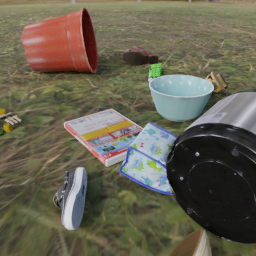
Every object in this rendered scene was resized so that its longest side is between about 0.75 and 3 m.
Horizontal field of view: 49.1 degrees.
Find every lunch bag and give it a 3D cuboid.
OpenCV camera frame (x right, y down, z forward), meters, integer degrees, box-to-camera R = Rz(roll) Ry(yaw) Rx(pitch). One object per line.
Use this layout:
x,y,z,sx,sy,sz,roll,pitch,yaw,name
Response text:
0.799,0.716,6.209,1.538,0.980,1.308,29,35,10,lunch bag

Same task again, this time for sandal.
3.221,-1.620,10.649,0.723,0.806,2.197,-31,-4,28,sandal

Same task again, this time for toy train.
1.201,-2.423,12.355,0.561,0.415,1.991,-5,28,12,toy train

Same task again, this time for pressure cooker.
2.208,0.475,5.116,2.222,2.257,2.526,29,42,27,pressure cooker

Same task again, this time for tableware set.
-4.020,-0.186,8.525,1.566,0.240,1.055,25,41,35,tableware set

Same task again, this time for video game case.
-0.514,0.149,7.896,1.714,0.209,2.397,-19,34,-31,video game case

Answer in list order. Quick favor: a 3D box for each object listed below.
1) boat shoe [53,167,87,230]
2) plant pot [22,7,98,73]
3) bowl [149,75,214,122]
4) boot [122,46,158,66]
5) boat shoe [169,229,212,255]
-1.164,1.321,5.463,0.550,0.580,1.660,-7,28,2,boat shoe
-3.004,-3.724,12.561,2.729,2.806,2.806,-5,29,6,plant pot
1.638,-0.900,8.930,1.984,1.038,1.984,1,29,0,bowl
0.345,-3.914,14.691,1.982,0.683,2.127,2,30,-23,boot
0.837,2.254,3.739,0.680,0.755,2.092,43,32,1,boat shoe
